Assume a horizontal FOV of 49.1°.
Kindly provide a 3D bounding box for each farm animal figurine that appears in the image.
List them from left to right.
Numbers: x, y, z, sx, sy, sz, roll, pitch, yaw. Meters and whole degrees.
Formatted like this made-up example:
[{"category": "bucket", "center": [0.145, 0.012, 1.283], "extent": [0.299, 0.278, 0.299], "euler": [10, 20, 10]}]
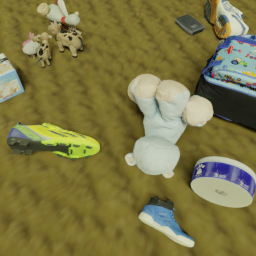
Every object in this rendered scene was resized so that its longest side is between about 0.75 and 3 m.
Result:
[{"category": "farm animal figurine", "center": [-2.383, -2.726, 8.664], "extent": [1.799, 0.904, 1.452], "euler": [-22, 57, -15]}]

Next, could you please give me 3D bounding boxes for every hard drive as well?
[{"category": "hard drive", "center": [2.135, -3.578, 9.724], "extent": [0.646, 0.203, 0.958], "euler": [-26, 58, -18]}]

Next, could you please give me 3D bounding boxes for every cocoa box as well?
[{"category": "cocoa box", "center": [-3.676, -1.234, 7.594], "extent": [1.301, 0.867, 0.854], "euler": [-31, 60, -21]}]

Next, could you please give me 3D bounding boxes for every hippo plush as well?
[{"category": "hippo plush", "center": [0.531, 0.039, 6.155], "extent": [1.827, 2.293, 1.844], "euler": [27, 85, 0]}]

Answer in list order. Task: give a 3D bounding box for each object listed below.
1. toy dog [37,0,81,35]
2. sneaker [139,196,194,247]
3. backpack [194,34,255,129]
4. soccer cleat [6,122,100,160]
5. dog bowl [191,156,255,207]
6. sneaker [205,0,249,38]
[{"category": "toy dog", "center": [-2.022, -3.593, 8.692], "extent": [1.521, 1.003, 0.733], "euler": [24, 85, 9]}, {"category": "sneaker", "center": [0.870, 1.819, 5.622], "extent": [1.179, 0.453, 0.656], "euler": [24, 66, 24]}, {"category": "backpack", "center": [3.216, -1.422, 7.192], "extent": [2.422, 1.785, 2.653], "euler": [24, 56, 17]}, {"category": "soccer cleat", "center": [-1.743, 0.208, 6.657], "extent": [2.206, 0.713, 0.923], "euler": [4, 49, 3]}, {"category": "dog bowl", "center": [1.915, 1.108, 5.667], "extent": [1.217, 1.217, 0.480], "euler": [18, 58, 13]}, {"category": "sneaker", "center": [3.385, -3.881, 9.685], "extent": [0.977, 0.834, 2.216], "euler": [-1, 60, -14]}]
